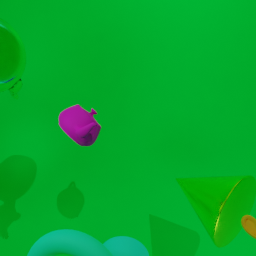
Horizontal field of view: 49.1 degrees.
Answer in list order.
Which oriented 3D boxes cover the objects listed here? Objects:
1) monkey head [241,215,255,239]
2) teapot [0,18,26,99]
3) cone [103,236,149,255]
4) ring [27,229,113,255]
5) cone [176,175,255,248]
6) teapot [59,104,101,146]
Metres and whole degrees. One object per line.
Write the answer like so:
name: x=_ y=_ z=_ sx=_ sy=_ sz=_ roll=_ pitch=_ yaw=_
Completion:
monkey head: x=2.243 y=1.819 z=4.033 sx=1.304 sy=0.786 sz=0.938 roll=39 pitch=69 yaw=10
teapot: x=-2.340 y=-1.151 z=4.628 sx=0.970 sy=1.981 sz=1.232 roll=11 pitch=57 yaw=39
cone: x=-0.113 y=2.409 z=4.508 sx=0.893 sy=0.896 sz=0.893 roll=2 pitch=107 yaw=5
ring: x=-0.792 y=2.271 z=4.041 sx=1.651 sy=0.330 sz=1.651 roll=3 pitch=98 yaw=20
cone: x=1.487 y=1.296 z=5.500 sx=1.418 sy=1.413 sz=1.413 roll=25 pitch=75 yaw=44
teapot: x=-0.796 y=-0.078 z=4.946 sx=0.627 sy=1.282 sz=0.797 roll=-45 pitch=111 yaw=-1
